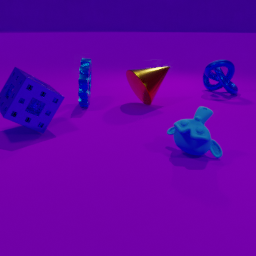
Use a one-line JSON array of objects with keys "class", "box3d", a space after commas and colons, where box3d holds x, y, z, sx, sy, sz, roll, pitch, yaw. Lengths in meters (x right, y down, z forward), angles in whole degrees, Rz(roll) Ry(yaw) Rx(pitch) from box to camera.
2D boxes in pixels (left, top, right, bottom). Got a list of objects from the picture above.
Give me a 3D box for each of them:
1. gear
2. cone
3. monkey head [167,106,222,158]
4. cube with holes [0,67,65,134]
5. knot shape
[{"class": "gear", "box3d": [-1.405, -1.485, 9.264, 0.289, 1.562, 1.562, 4, 20, -4]}, {"class": "cone", "box3d": [0.895, -1.719, 9.496, 1.395, 1.390, 1.390, -35, 30, -11]}, {"class": "monkey head", "box3d": [1.453, 0.081, 5.980, 1.328, 0.800, 0.955, 27, 68, 30]}, {"class": "cube with holes", "box3d": [-2.515, -0.710, 7.129, 1.081, 1.081, 1.081, 28, 5, -42]}, {"class": "knot shape", "box3d": [3.572, -2.027, 11.187, 0.790, 1.709, 1.600, -46, 26, -11]}]
